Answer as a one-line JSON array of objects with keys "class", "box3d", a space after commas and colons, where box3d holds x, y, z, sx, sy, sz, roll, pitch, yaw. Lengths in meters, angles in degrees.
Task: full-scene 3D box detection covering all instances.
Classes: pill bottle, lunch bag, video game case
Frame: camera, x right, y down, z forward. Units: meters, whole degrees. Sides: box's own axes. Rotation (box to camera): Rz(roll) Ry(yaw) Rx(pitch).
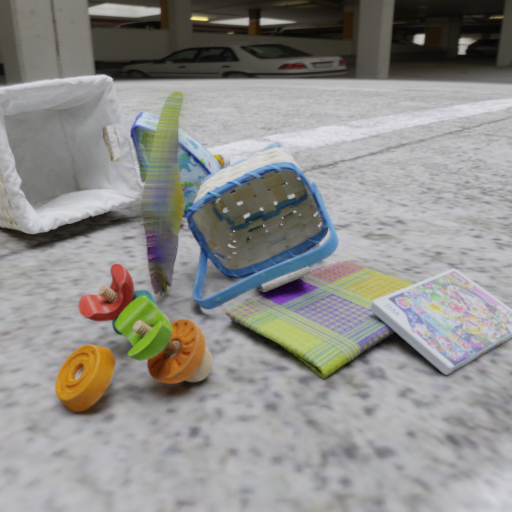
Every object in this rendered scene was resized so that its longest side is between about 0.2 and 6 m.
[{"class": "pill bottle", "box3d": [-1.262, -2.791, 16.887, 0.930, 0.508, 0.508, -14, 26, -31]}, {"class": "lunch bag", "box3d": [-2.024, -2.323, 13.263, 1.503, 2.359, 2.006, -38, 21, 9]}, {"class": "video game case", "box3d": [2.747, 0.848, 7.913, 1.941, 0.175, 1.390, -16, 45, -35]}]

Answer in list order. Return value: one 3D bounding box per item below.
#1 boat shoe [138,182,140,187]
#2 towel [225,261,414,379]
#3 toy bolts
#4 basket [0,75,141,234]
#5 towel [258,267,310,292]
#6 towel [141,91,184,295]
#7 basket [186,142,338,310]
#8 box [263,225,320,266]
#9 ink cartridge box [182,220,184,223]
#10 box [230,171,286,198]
[{"class": "boat shoe", "box3d": [-4.258, -2.119, 14.879, 2.491, 0.784, 0.909, 9, 24, 21]}, {"class": "towel", "box3d": [1.246, 0.793, 8.401, 2.895, 0.330, 2.079, -20, 30, -39]}, {"class": "toy bolts", "box3d": [-1.529, 1.165, 7.050, 1.713, 1.244, 1.793, -42, 39, 3]}, {"class": "basket", "box3d": [-4.477, -2.152, 12.044, 2.291, 2.823, 2.849, 2, 20, 43]}, {"class": "towel", "box3d": [0.392, 0.329, 8.902, 0.797, 0.207, 1.203, -23, 1, -5]}, {"class": "towel", "box3d": [-1.313, -0.797, 8.266, 0.317, 2.780, 1.997, 7, 62, -3]}, {"class": "basket", "box3d": [0.091, -0.495, 9.096, 2.364, 1.865, 2.681, -23, 33, 17]}, {"class": "box", "box3d": [0.595, -0.223, 10.540, 1.102, 0.559, 0.620, 7, 22, 17]}, {"class": "ink cartridge box", "box3d": [-1.914, -1.110, 11.919, 0.292, 1.023, 0.831, -32, 73, -11]}, {"class": "box", "box3d": [-0.058, -1.980, 14.690, 1.283, 0.668, 1.169, -15, 25, -32]}]
